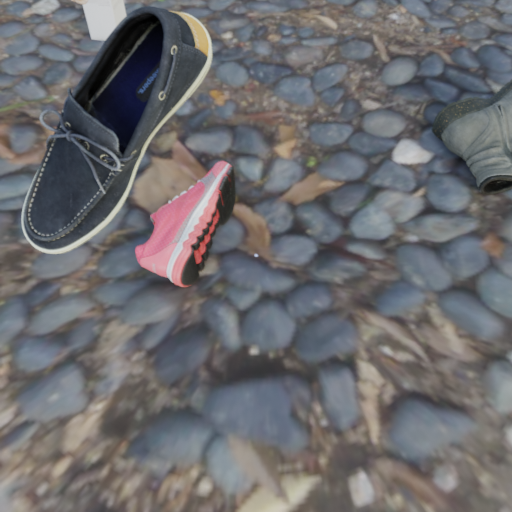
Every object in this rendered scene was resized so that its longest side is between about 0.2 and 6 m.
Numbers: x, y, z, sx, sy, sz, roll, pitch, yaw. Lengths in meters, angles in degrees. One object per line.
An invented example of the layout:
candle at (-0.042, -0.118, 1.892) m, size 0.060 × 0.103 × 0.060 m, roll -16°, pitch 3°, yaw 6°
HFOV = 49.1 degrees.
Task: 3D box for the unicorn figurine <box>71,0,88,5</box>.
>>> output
unicorn figurine at (-1.596, -3.298, 6.352) m, size 1.386 × 0.952 × 0.512 m, roll -28°, pitch 25°, yaw -2°

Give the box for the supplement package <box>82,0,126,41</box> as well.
supplement package at (-3.188, -5.205, 11.777) m, size 0.665 × 1.135 × 0.663 m, roll 7°, pitch 53°, yaw 5°

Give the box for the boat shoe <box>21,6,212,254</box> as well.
boat shoe at (-1.377, -1.087, 4.929) m, size 0.951 × 0.793 × 2.549 m, roll 43°, pitch 104°, yaw 11°

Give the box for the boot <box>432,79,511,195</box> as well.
boot at (4.625, -2.082, 9.619) m, size 2.822 × 0.956 × 1.843 m, roll -24°, pitch 60°, yaw -8°

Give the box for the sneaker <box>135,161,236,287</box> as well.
sneaker at (-1.035, -0.669, 8.442) m, size 1.023 × 0.869 × 2.358 m, roll 15°, pitch 54°, yaw 13°
